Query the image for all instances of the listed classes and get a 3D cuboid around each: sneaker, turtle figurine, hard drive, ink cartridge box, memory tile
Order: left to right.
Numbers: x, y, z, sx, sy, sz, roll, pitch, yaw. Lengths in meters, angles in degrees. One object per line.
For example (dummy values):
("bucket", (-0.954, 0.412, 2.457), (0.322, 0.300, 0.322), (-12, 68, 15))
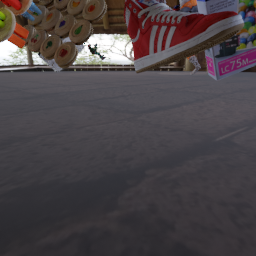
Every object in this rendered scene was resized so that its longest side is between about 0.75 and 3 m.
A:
("memory tile", (-2.051, -3.059, 8.146), (2.897, 2.220, 0.243), (31, -3, 34))
("hard drive", (-2.569, -3.020, 10.860), (1.093, 1.564, 0.296), (44, 8, -48))
("turtle figurine", (-1.462, -3.527, 12.594), (0.543, 1.079, 0.808), (-34, 36, 19))
("sneaker", (0.734, -1.862, 4.829), (0.877, 1.384, 2.461), (-20, 8, -32))
("ink cartridge box", (2.745, -2.882, 7.099), (1.777, 2.978, 0.625), (-21, 29, -2))

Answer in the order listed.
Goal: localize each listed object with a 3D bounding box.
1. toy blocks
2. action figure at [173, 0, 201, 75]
("toy blocks", (-2.845, -2.789, 6.646), (0.852, 1.956, 2.346), (-14, -11, 17))
("action figure", (2.428, -3.363, 9.208), (2.537, 2.454, 1.327), (-34, 20, -17))
